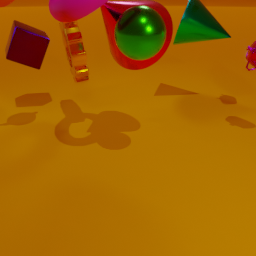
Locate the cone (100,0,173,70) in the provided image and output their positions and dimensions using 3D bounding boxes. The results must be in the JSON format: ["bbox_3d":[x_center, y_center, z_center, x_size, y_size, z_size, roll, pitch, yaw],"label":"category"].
[{"bbox_3d":[-0.116,-2.117,5.531,1.566,1.566,1.572,15,3,29],"label":"cone"}]

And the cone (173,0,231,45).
[{"bbox_3d":[2.487,-3.142,8.842,1.627,1.621,1.621,22,29,5],"label":"cone"}]

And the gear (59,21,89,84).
[{"bbox_3d":[-1.429,-2.104,7.360,0.340,1.841,1.841,-15,29,-12],"label":"gear"}]

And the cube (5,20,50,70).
[{"bbox_3d":[-3.017,-2.480,8.363,0.979,0.979,0.979,14,23,-31],"label":"cube"}]

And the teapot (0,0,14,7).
[{"bbox_3d":[-2.641,-2.749,5.449,1.435,0.703,0.892,-31,84,-46],"label":"teapot"}]

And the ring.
[{"bbox_3d":[-0.569,-2.586,4.779,1.980,0.396,1.980,-24,43,25],"label":"ring"}]

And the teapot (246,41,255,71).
[{"bbox_3d":[3.979,-2.364,8.573,0.665,1.358,0.845,24,1,0],"label":"teapot"}]

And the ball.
[{"bbox_3d":[0.211,-1.637,4.860,0.896,0.896,0.896,0,26,0],"label":"ball"}]
